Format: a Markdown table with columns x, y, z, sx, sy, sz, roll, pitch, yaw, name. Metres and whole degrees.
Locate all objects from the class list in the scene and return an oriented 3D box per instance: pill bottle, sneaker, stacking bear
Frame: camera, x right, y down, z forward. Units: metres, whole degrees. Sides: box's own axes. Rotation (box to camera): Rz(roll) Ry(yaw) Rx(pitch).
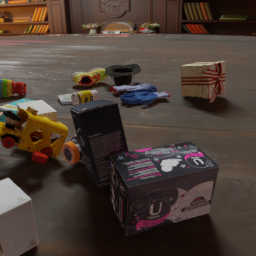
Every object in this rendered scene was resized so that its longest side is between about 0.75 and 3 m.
| x | y | z | sx | sy | sz | roll | pitch | yaw | name |
| --- | --- | --- | --- | --- | --- | --- | --- | --- | --- |
| -0.980 | 0.454 | 7.591 | 0.828 | 0.828 | 1.559 | 21 | 30 | 40 | pill bottle |
| -1.944 | -2.662 | 15.140 | 2.076 | 0.811 | 0.938 | -18 | 36 | -24 | sneaker |
| -5.604 | -1.878 | 13.122 | 1.619 | 0.983 | 0.920 | -1 | 28 | -19 | stacking bear |
| -1.827 | -1.291 | 11.977 | 1.058 | 0.605 | 0.605 | -17 | 28 | -33 | pill bottle |

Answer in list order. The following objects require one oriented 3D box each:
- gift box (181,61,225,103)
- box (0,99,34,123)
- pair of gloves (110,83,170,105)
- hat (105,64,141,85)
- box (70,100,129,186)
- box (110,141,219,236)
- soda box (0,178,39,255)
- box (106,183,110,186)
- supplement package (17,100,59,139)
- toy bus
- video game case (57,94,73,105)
| x | y | z | sx | sy | sz | roll | pitch | yaw | name |
| --- | --- | --- | --- | --- | --- | --- | --- | --- | --- |
| 3.462 | -2.138 | 12.788 | 1.695 | 1.675 | 1.815 | 11 | 28 | 44 | gift box |
| -4.293 | -0.506 | 10.244 | 0.873 | 0.522 | 2.123 | 11 | 26 | 24 | box |
| 0.553 | -1.614 | 13.110 | 2.348 | 0.333 | 2.921 | -8 | 26 | -17 | pair of gloves |
| -0.240 | -2.810 | 15.244 | 2.176 | 0.878 | 2.176 | -5 | 28 | 3 | hat |
| -0.618 | 0.255 | 6.287 | 0.863 | 1.654 | 1.224 | -16 | 14 | -17 | box |
| 0.656 | 1.140 | 5.498 | 1.840 | 1.216 | 1.056 | -8 | 28 | -18 | box |
| -2.907 | 1.861 | 4.074 | 2.948 | 1.004 | 0.938 | -21 | 31 | -40 | soda box |
| 0.050 | 1.090 | 6.854 | 0.883 | 0.244 | 1.103 | 7 | 24 | 17 | box |
| -2.968 | -0.270 | 9.199 | 0.898 | 0.909 | 1.500 | -15 | 27 | -30 | supplement package |
| -2.680 | 0.002 | 7.431 | 2.015 | 1.103 | 2.136 | 24 | 0 | 2 | toy bus |
| -2.474 | -1.350 | 12.707 | 1.271 | 0.140 | 1.159 | -9 | 25 | -20 | video game case |
